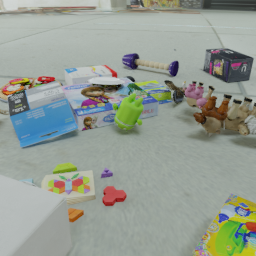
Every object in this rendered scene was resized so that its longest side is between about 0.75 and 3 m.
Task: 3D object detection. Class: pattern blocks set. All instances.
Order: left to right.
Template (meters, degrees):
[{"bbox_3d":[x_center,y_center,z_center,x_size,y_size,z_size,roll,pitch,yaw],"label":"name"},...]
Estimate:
[{"bbox_3d":[-1.245,1.263,5.921,2.045,0.166,1.797,-13,31,-22],"label":"pattern blocks set"}]

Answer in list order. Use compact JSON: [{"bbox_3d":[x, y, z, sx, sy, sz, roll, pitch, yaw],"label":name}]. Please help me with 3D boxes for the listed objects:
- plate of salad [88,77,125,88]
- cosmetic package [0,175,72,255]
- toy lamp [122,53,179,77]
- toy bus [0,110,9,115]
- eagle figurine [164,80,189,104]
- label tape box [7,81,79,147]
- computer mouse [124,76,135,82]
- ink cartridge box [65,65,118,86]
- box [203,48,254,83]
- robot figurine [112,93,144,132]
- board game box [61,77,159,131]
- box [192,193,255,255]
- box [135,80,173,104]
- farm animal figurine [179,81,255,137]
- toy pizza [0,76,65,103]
[{"bbox_3d":[-0.770,-1.589,9.891,1.314,0.316,1.314,3,18,-1],"label":"plate of salad"},{"bbox_3d":[-2.133,1.937,3.565,1.508,1.189,2.802,13,30,23],"label":"cosmetic package"},{"bbox_3d":[1.003,-3.073,13.354,2.803,0.816,0.816,15,32,27],"label":"toy lamp"},{"bbox_3d":[-4.394,-0.264,8.029,1.640,1.547,0.847,-3,72,-4],"label":"toy bus"},{"bbox_3d":[1.807,-1.311,9.865,1.096,0.827,0.832,-9,14,-23],"label":"eagle figurine"},{"bbox_3d":[-2.585,-0.504,8.327,1.666,0.769,2.326,-20,32,-14],"label":"label tape box"},{"bbox_3d":[-0.029,-2.068,11.967,0.623,0.237,0.900,23,30,34],"label":"computer mouse"},{"bbox_3d":[-1.283,-1.983,11.328,2.264,0.761,1.316,-12,31,-22],"label":"ink cartridge box"},{"bbox_3d":[4.493,-2.892,12.726,1.208,1.048,1.976,-9,30,-17],"label":"box"},{"bbox_3d":[0.021,-0.421,7.885,0.966,1.101,0.637,32,28,5],"label":"robot figurine"},{"bbox_3d":[-0.750,-0.956,9.638,2.692,0.554,2.685,-12,30,-21],"label":"board game box"},{"bbox_3d":[1.844,1.927,3.897,1.495,0.912,1.440,19,35,32],"label":"box"},{"bbox_3d":[0.937,-1.362,10.598,0.955,0.373,1.566,-11,30,-18],"label":"box"},{"bbox_3d":[2.658,-0.378,8.048,2.350,1.239,2.376,13,21,-1],"label":"farm animal figurine"},{"bbox_3d":[-3.822,-1.618,11.018,2.613,0.414,2.613,0,28,0],"label":"toy pizza"}]
